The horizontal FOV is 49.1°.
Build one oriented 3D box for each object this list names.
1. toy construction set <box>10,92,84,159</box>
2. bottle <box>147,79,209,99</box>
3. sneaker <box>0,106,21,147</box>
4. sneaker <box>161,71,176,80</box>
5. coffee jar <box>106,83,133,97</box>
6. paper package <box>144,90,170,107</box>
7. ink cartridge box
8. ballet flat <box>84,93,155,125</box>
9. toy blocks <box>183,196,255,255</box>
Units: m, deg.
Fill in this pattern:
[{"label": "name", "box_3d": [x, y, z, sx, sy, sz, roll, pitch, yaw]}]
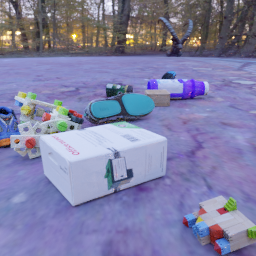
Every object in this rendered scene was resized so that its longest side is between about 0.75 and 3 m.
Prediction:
[{"label": "toy construction set", "box_3d": [-1.976, -0.181, 6.660, 1.580, 1.110, 2.410, 18, 18, -22]}, {"label": "bottle", "box_3d": [2.125, -1.663, 11.941, 2.543, 0.830, 1.062, -1, 17, -5]}, {"label": "sneaker", "box_3d": [-3.179, -0.196, 7.218, 0.780, 0.813, 2.072, -10, 20, -34]}, {"label": "sneaker", "box_3d": [1.766, -2.079, 12.766, 0.567, 1.384, 0.507, -4, 60, -40]}, {"label": "coffee jar", "box_3d": [-0.330, -1.475, 11.274, 1.081, 0.564, 0.461, 8, 44, 12]}, {"label": "paper package", "box_3d": [1.127, -1.180, 10.937, 0.935, 0.507, 0.981, -1, 18, -3]}, {"label": "ink cartridge box", "box_3d": [-0.445, 0.504, 4.977, 1.854, 0.782, 1.355, -11, 20, -32]}, {"label": "ballet flat", "box_3d": [-0.306, -0.581, 8.550, 2.427, 0.873, 0.873, -10, 20, -37]}, {"label": "toy blocks", "box_3d": [1.088, 1.203, 3.474, 0.635, 0.464, 0.929, -16, 19, -11]}]
